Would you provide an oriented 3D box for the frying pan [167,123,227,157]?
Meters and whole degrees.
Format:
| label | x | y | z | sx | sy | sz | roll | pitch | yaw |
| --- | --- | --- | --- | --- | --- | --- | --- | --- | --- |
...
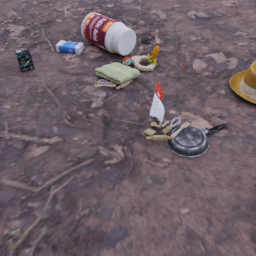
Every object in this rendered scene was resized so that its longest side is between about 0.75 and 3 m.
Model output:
| label | x | y | z | sx | sy | sz | roll | pitch | yaw |
| --- | --- | --- | --- | --- | --- | --- | --- | --- | --- |
| frying pan | 2.583 | 0.356 | 9.851 | 2.446 | 0.398 | 1.480 | -7 | 43 | -2 |

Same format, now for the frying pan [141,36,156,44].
| label | x | y | z | sx | sy | sz | roll | pitch | yaw |
| --- | --- | --- | --- | --- | --- | --- | --- | --- | --- |
| frying pan | 1.090 | -4.953 | 15.649 | 0.593 | 0.160 | 0.980 | 23 | 46 | 22 |

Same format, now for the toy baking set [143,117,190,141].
| label | x | y | z | sx | sy | sz | roll | pitch | yaw |
| --- | --- | --- | --- | --- | --- | --- | --- | --- | --- |
| toy baking set | 1.344 | 0.015 | 9.998 | 1.582 | 0.184 | 1.214 | 2 | 42 | 25 |

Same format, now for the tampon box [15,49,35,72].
| label | x | y | z | sx | sy | sz | roll | pitch | yaw |
| --- | --- | --- | --- | --- | --- | --- | --- | --- | --- |
| tampon box | -4.871 | -3.200 | 13.247 | 0.646 | 0.862 | 0.544 | -17 | 46 | -17 |

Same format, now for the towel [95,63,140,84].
| label | x | y | z | sx | sy | sz | roll | pitch | yaw |
| --- | --- | --- | --- | --- | --- | --- | --- | --- | --- |
| towel | -0.503 | -2.544 | 12.767 | 1.376 | 0.338 | 1.855 | -30 | 44 | -32 |

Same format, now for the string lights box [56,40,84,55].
| label | x | y | z | sx | sy | sz | roll | pitch | yaw |
| --- | --- | --- | --- | --- | --- | --- | --- | --- | --- |
| string lights box | -3.050 | -4.243 | 14.717 | 1.290 | 0.380 | 0.663 | 10 | 44 | 11 |

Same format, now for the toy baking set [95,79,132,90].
| label | x | y | z | sx | sy | sz | roll | pitch | yaw |
| --- | --- | --- | --- | --- | --- | --- | --- | --- | --- |
| toy baking set | -0.646 | -2.028 | 12.511 | 1.275 | 0.193 | 1.661 | 20 | 41 | 28 |

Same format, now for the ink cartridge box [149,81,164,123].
| label | x | y | z | sx | sy | sz | roll | pitch | yaw |
| --- | --- | --- | --- | --- | --- | --- | --- | --- | --- |
| ink cartridge box | 1.063 | -0.829 | 9.389 | 0.336 | 0.957 | 1.177 | 16 | 83 | 20 |

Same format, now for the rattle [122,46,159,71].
| label | x | y | z | sx | sy | sz | roll | pitch | yaw |
| --- | --- | --- | --- | --- | --- | --- | --- | --- | --- |
| rattle | 0.536 | -3.394 | 13.292 | 1.667 | 1.191 | 1.085 | 21 | 68 | 12 |

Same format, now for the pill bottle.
| label | x | y | z | sx | sy | sz | roll | pitch | yaw |
| --- | --- | --- | --- | --- | --- | --- | --- | --- | --- |
| pill bottle | -1.004 | -4.829 | 14.464 | 2.729 | 1.558 | 1.558 | 33 | 52 | 31 |

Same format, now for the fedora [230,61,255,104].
| label | x | y | z | sx | sy | sz | roll | pitch | yaw |
| --- | --- | --- | --- | --- | --- | --- | --- | --- | --- |
| fedora | 5.890 | -2.107 | 11.825 | 2.993 | 1.221 | 2.993 | 0 | 43 | 0 |
